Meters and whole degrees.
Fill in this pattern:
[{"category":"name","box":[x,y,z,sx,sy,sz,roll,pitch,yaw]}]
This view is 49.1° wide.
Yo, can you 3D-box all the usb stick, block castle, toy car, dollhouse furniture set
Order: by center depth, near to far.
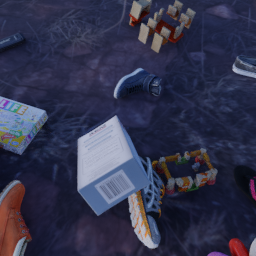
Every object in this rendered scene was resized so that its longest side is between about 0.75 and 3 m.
[{"category":"toy car","box":[2.621,3.423,6.138,2.715,2.376,2.036,-27,22,-19]},{"category":"block castle","box":[1.762,1.336,8.447,1.626,0.763,1.086,-11,49,-11]},{"category":"usb stick","box":[-5.769,-3.724,12.663,2.264,0.369,0.628,-31,57,-22]},{"category":"dollhouse furniture set","box":[1.390,-4.938,13.291,2.645,1.377,2.674,39,61,14]}]

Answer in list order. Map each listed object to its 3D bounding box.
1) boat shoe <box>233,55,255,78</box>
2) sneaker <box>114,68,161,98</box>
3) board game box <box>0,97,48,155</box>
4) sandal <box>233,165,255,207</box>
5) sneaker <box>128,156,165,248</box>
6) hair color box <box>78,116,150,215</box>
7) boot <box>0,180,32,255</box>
[{"category":"boat shoe","box":[5.509,-2.519,11.466,2.215,0.751,0.795,16,53,12]},{"category":"sneaker","box":[0.465,-1.540,10.718,1.350,0.710,1.869,33,57,26]},{"category":"board game box","box":[-4.407,-0.224,9.848,2.561,0.438,1.721,17,54,13]},{"category":"sandal","box":[3.906,1.937,8.112,0.830,0.498,2.211,-16,53,-12]},{"category":"sneaker","box":[0.558,1.885,7.845,1.068,1.082,2.765,-1,53,-14]},{"category":"hair color box","box":[-0.508,0.777,7.269,1.407,0.862,2.842,-31,23,3]},{"category":"boot","box":[-3.039,2.543,7.494,1.210,0.846,2.256,9,61,4]}]
